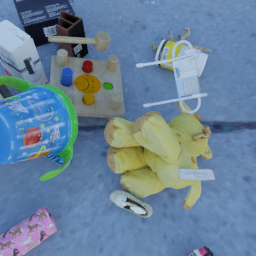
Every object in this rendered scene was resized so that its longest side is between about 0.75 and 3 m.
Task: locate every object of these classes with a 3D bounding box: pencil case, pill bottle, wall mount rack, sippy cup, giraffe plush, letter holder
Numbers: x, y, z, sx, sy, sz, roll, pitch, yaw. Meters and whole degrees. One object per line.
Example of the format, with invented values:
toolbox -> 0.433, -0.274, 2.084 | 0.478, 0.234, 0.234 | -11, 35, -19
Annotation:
pencil case -> -2.255, 2.326, 6.011 | 1.466, 0.634, 0.607 | -30, 19, -18
pill bottle -> 1.670, -2.172, 8.807 | 1.475, 0.843, 0.843 | 22, 59, 13
wall mount rack -> 0.992, -1.096, 6.320 | 0.618, 1.439, 1.656 | -13, 94, -50
sippy cup -> -2.241, -0.018, 6.057 | 2.216, 1.740, 1.624 | 26, 25, 22
giraffe plush -> 1.018, 0.362, 6.603 | 2.581, 2.227, 2.093 | 11, 32, 29
letter holder -> -1.930, -2.923, 8.991 | 0.960, 1.351, 0.680 | 31, 63, 19

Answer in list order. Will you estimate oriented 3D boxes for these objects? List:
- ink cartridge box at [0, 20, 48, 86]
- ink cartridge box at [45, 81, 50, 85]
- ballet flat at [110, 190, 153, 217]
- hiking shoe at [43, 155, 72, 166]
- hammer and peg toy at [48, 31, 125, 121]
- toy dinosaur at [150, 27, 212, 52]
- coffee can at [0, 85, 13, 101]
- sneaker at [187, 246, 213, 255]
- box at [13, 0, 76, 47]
ink cartridge box -> -3.185, -2.027, 8.166 | 1.255, 1.740, 0.728 | 37, 64, 21
ink cartridge box -> -1.874, -0.901, 8.072 | 0.656, 0.659, 0.907 | -22, 59, -16
ballet flat -> 0.043, 1.699, 6.303 | 1.078, 0.336, 0.364 | 17, 96, 16
hiking shoe -> -1.896, 0.676, 7.186 | 0.968, 0.420, 0.360 | 18, 60, 12
hammer and peg toy -> -1.246, -1.530, 8.069 | 2.112, 1.012, 2.871 | 2, 57, -15
toy dinosaur -> 1.821, -2.835, 9.527 | 2.033, 0.592, 1.028 | 6, 72, 12
coffee can -> -4.416, -0.248, 6.816 | 2.029, 2.029, 2.772 | 33, 63, 20
sneaker -> 1.683, 3.257, 5.432 | 0.646, 0.698, 1.731 | -32, 59, 14
box -> -2.867, -3.898, 9.870 | 1.802, 0.938, 1.641 | -20, 59, -12
